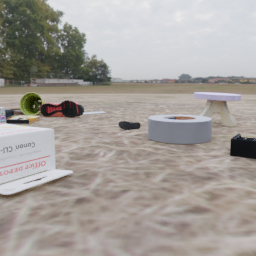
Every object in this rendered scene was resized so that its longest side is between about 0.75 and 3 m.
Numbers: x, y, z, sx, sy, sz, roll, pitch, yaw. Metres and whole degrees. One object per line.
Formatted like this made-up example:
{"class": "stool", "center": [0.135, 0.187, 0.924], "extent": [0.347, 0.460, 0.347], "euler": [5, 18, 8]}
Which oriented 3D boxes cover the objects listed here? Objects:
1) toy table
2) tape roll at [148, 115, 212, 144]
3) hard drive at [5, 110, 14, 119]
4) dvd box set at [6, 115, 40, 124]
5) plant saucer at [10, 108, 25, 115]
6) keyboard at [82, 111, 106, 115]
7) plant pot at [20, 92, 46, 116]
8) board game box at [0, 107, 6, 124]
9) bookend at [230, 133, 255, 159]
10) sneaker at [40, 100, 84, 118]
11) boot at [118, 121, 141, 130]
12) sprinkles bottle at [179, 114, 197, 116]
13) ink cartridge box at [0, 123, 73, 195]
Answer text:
{"class": "toy table", "center": [3.564, -0.783, 11.363], "extent": [1.955, 1.245, 2.127], "euler": [-3, 10, -17]}
{"class": "tape roll", "center": [1.534, -0.006, 8.361], "extent": [1.881, 0.621, 1.881], "euler": [0, 9, 0]}
{"class": "hard drive", "center": [-6.360, -0.559, 12.730], "extent": [1.577, 0.372, 2.260], "euler": [-1, 9, -3]}
{"class": "dvd box set", "center": [-4.464, -0.360, 12.023], "extent": [0.990, 0.199, 1.353], "euler": [1, 9, 1]}
{"class": "plant saucer", "center": [-5.905, -0.938, 15.651], "extent": [1.634, 0.262, 1.634], "euler": [0, 8, 0]}
{"class": "keyboard", "center": [-1.929, -0.831, 15.481], "extent": [1.539, 0.082, 0.433], "euler": [-8, 12, -41]}
{"class": "plant pot", "center": [-4.917, -1.214, 14.904], "extent": [1.237, 1.237, 1.137], "euler": [1, -2, 5]}
{"class": "board game box", "center": [-4.415, -0.207, 8.735], "extent": [1.347, 0.905, 0.230], "euler": [4, 10, 21]}
{"class": "bookend", "center": [2.864, 0.414, 6.384], "extent": [0.859, 0.396, 0.853], "euler": [6, 11, 33]}
{"class": "sneaker", "center": [-3.196, -0.997, 14.075], "extent": [2.284, 0.842, 0.991], "euler": [2, 8, 14]}
{"class": "boot", "center": [-0.055, -0.094, 10.180], "extent": [0.913, 0.319, 0.601], "euler": [7, 1, -32]}
{"class": "sprinkles bottle", "center": [2.680, -0.468, 12.527], "extent": [0.780, 0.266, 0.266], "euler": [5, 10, 26]}
{"class": "ink cartridge box", "center": [-2.288, 0.419, 4.971], "extent": [2.416, 0.815, 1.407], "euler": [6, 10, 32]}
